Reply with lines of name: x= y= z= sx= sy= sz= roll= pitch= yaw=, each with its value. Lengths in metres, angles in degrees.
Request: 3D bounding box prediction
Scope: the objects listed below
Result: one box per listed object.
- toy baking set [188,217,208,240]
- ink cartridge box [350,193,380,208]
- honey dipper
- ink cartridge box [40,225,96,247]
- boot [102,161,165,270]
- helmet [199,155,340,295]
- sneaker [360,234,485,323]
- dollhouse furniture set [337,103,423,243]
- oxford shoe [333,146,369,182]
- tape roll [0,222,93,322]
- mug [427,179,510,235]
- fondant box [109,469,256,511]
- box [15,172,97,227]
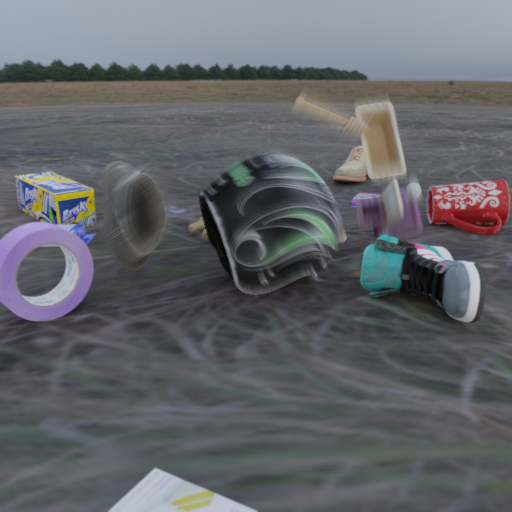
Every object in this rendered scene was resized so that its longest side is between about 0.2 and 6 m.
toy baking set: x=-0.047 y=-0.634 z=11.569 sx=2.036 sy=0.309 sz=2.653 roll=13 pitch=23 yaw=25
ink cartridge box: x=2.675 y=-1.349 z=13.722 sx=0.550 sy=0.194 sz=0.922 roll=8 pitch=23 yaw=23
honey dipper: x=1.242 y=-2.369 z=9.423 sx=1.309 sy=0.249 sz=0.249 roll=28 pitch=27 yaw=14
ink cartridge box: x=-3.868 y=-0.399 z=10.882 sx=1.310 sy=0.275 sz=0.782 roll=2 pitch=20 yaw=1
boot: x=-1.713 y=-0.413 z=8.020 sx=0.764 sy=1.914 sz=2.105 roll=-19 pitch=25 yaw=-22
helmet: x=0.291 y=-0.530 z=8.619 sx=1.968 sy=2.064 sz=2.064 roll=-20 pitch=23 yaw=-10
sneaker: x=2.179 y=0.264 z=7.829 sx=1.373 sy=0.951 sz=2.274 roll=5 pitch=11 yaw=-1
dollhouse furniture set: x=1.923 y=-1.623 z=9.740 sx=1.961 sy=2.475 sz=1.757 roll=-9 pitch=-10 yaw=-1
oxford shoe: x=2.882 y=-2.732 z=16.505 sx=0.909 sy=0.948 sz=2.568 roll=8 pitch=21 yaw=23
tape roll: x=-2.873 y=0.211 z=7.534 sx=1.282 sy=1.282 sz=0.421 roll=-16 pitch=25 yaw=-39
mug: x=4.428 y=-1.059 z=11.722 sx=1.492 sy=0.995 sz=1.324 roll=-1 pitch=17 yaw=8
fondant box: x=-0.424 y=2.037 z=3.645 sx=1.367 sy=0.398 sz=0.986 roll=11 pitch=22 yaw=27
box: x=-4.495 y=-1.257 z=12.470 sx=0.897 sy=0.823 sz=2.561 roll=-15 pitch=25 yaw=-37
